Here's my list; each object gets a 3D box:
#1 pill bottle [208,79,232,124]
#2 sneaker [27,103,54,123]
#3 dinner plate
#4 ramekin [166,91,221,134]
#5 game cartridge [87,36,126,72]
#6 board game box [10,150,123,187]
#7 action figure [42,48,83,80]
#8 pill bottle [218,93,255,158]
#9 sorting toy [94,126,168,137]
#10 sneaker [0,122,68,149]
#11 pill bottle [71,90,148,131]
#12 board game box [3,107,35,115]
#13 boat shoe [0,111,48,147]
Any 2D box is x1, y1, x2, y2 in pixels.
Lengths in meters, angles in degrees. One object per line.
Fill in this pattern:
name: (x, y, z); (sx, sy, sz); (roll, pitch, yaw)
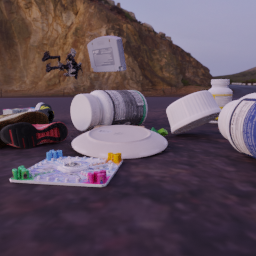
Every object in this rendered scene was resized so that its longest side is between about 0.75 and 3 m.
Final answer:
pill bottle: (3.712, -1.083, 11.372); (0.977, 1.744, 0.977); (0, 8, 0)
sneaker: (-3.349, -0.496, 11.308); (0.886, 0.779, 2.093); (6, 17, -1)
dinner plate: (-0.190, 0.223, 6.480); (2.204, 0.267, 2.204); (-1, 14, 0)
ramekin: (1.852, -0.455, 8.062); (1.533, 0.747, 1.533); (-20, -11, -4)
game cartridge: (-0.748, -2.529, 9.616); (0.360, 1.185, 1.777); (-26, 24, -34)
board game box: (-0.925, 0.624, 4.701); (1.468, 0.190, 1.468); (2, 8, 9)
action figure: (-2.032, -2.132, 9.441); (0.801, 0.932, 1.569); (-11, -4, 43)
pill bottle: (2.665, -0.002, 5.188); (1.294, 1.294, 2.331); (-1, 8, -10)
sorting toy: (0.014, 0.190, 7.490); (2.086, 0.307, 1.542); (1, 10, 8)
sneaker: (-2.339, 0.207, 6.905); (1.659, 0.612, 0.720); (-2, -6, -43)
pill bottle: (-0.588, -0.574, 9.186); (2.358, 1.333, 1.333); (-7, 11, -43)
board game box: (-5.096, -0.715, 13.508); (1.048, 0.457, 1.421); (8, 11, 44)
boat shoe: (-2.971, -0.035, 7.134); (0.745, 0.830, 2.244); (10, 11, 24)
